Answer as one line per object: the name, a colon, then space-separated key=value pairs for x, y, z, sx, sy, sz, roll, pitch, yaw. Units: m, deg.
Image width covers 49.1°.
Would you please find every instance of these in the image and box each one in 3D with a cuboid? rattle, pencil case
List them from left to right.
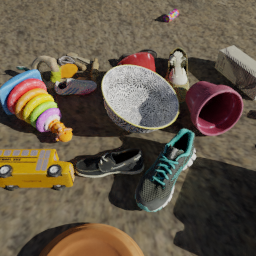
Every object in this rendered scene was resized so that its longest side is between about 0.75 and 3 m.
rattle: x=-3.300 y=-2.296 z=11.203 sx=1.985 sy=1.293 sz=1.418 roll=-7 pitch=34 yaw=32
pencil case: x=2.245 y=-5.836 z=14.533 sx=0.424 sy=0.424 sz=0.960 roll=32 pitch=54 yaw=25

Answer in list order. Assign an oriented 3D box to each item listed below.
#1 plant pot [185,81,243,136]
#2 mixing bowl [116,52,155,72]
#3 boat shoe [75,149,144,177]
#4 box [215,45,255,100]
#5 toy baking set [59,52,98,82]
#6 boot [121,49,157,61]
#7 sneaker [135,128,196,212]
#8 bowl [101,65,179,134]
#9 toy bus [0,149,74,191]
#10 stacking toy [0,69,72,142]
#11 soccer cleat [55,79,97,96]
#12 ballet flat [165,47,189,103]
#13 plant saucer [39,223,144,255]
plant pot: x=2.722 y=-0.804 z=9.422 sx=1.657 sy=1.657 sz=1.483 roll=-11 pitch=33 yaw=-10
mixing bowl: x=0.380 y=-1.917 z=10.443 sx=1.658 sy=1.658 sz=0.898 roll=-18 pitch=68 yaw=-15
boat shoe: x=-0.571 y=0.979 z=8.303 sx=2.063 sy=0.698 sz=0.741 roll=-5 pitch=41 yaw=2
box: x=4.523 y=-2.198 z=10.970 sx=0.797 sy=0.958 sz=2.332 roll=-22 pitch=51 yaw=-18
toy baking set: x=-2.117 y=-2.559 z=11.720 sx=1.815 sy=0.275 sz=2.365 roll=3 pitch=49 yaw=3
boot: x=0.450 y=-2.517 z=11.530 sx=1.710 sy=0.592 sz=1.489 roll=-11 pitch=49 yaw=4
sneaker: x=1.087 y=1.040 z=7.890 sx=1.079 sy=1.268 sz=2.781 roll=25 pitch=54 yaw=21
bowl: x=0.240 y=-0.731 z=9.270 sx=2.638 sy=1.238 sz=2.638 roll=12 pitch=52 yaw=-16
toy bus: x=-2.851 y=1.179 z=8.074 sx=2.542 sy=0.827 sz=0.995 roll=-1 pitch=48 yaw=0
stacking toy: x=-2.804 y=-0.476 z=9.318 sx=2.748 sy=1.508 sz=1.595 roll=41 pitch=62 yaw=18
soccer cleat: x=-1.970 y=-1.589 z=10.564 sx=1.577 sy=0.681 sz=0.551 roll=-10 pitch=60 yaw=-7
ballet flat: x=1.939 y=-2.201 z=10.987 sx=0.985 sy=0.985 sz=2.786 roll=5 pitch=49 yaw=4
plant saucer: x=-0.873 y=3.459 z=6.262 sx=2.823 sy=0.528 sz=2.823 roll=0 pitch=49 yaw=0
